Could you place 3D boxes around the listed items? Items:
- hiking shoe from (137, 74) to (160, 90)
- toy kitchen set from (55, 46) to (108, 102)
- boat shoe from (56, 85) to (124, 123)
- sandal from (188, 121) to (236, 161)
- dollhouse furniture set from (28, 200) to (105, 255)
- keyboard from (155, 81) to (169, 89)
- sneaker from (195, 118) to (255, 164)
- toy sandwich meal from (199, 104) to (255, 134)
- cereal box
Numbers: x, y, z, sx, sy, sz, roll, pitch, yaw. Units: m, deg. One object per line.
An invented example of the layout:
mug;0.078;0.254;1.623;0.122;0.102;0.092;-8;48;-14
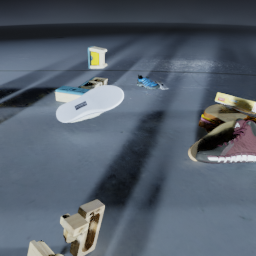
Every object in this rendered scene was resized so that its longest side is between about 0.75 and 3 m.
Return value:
hiking shoe;1.080;-2.492;15.280;1.449;0.628;0.539;17;31;31
toy kitchen set;-2.267;-2.724;13.943;1.633;2.221;2.772;9;28;16
boat shoe;-1.297;-0.783;10.079;2.492;0.883;0.870;-24;-9;5
sandal;2.881;0.461;9.245;2.255;0.827;0.742;-24;-10;-14
dollhouse furniture set;-0.811;2.339;4.933;1.191;1.390;1.462;27;22;35
keyboard;1.888;-2.416;15.791;0.390;0.074;1.386;0;26;-13
sneaker;3.104;0.382;8.454;2.342;1.353;0.886;0;-8;-13
toy sandwich meal;3.931;-0.134;10.225;2.506;0.858;2.506;0;26;0
cereal box;4.666;-0.910;11.396;1.528;0.420;2.124;24;10;39
